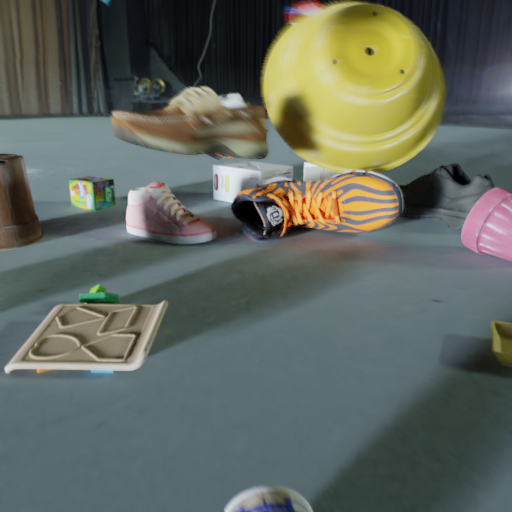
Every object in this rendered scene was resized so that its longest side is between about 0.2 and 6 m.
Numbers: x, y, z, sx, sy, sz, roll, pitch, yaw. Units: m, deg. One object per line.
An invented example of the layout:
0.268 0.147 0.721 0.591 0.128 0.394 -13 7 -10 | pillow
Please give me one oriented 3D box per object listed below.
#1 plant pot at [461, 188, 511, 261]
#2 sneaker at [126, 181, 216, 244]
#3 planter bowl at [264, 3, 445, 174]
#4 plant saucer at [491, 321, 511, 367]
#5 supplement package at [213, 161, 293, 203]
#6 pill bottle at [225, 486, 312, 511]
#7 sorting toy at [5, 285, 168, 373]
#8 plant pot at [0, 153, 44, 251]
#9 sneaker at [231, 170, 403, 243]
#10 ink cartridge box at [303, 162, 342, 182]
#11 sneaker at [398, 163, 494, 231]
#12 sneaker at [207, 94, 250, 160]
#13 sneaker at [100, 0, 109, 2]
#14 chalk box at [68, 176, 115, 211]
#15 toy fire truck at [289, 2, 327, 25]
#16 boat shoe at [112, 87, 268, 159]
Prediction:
4.083 -0.401 9.014 1.134 1.134 1.015 -13 37 -35 | plant pot
-1.608 -0.817 10.268 1.938 1.013 0.730 11 19 28 | sneaker
1.913 -3.377 10.151 3.529 3.529 1.470 0 -10 -1 | planter bowl
2.932 0.993 5.942 0.840 0.203 0.840 7 18 20 | plant saucer
-0.088 -1.726 13.289 1.530 0.848 1.192 14 22 40 | supplement package
0.108 1.761 2.947 0.578 0.578 0.965 -2 18 -5 | pill bottle
-1.759 0.792 6.413 1.455 0.290 1.969 -4 21 4 | sorting toy
-4.679 -1.011 10.027 1.534 1.518 1.534 0 17 0 | plant pot
0.918 -0.761 10.145 3.192 1.238 1.788 1 19 38 | sneaker
1.638 -1.743 13.163 1.634 0.957 0.550 -10 22 -30 | ink cartridge box
3.689 -1.310 11.451 1.023 1.222 2.693 -15 22 -38 | sneaker
-0.732 -2.645 11.297 0.963 1.170 2.544 29 -2 -26 | sneaker
-1.657 -3.107 5.349 0.785 0.878 2.144 -27 12 5 | sneaker
-3.634 -1.416 12.687 1.036 0.646 0.642 11 21 33 | chalk box
1.067 -4.991 11.622 0.865 0.485 0.727 5 -5 31 | toy fire truck
-0.919 -2.072 8.616 2.712 1.002 1.026 -5 17 -43 | boat shoe
